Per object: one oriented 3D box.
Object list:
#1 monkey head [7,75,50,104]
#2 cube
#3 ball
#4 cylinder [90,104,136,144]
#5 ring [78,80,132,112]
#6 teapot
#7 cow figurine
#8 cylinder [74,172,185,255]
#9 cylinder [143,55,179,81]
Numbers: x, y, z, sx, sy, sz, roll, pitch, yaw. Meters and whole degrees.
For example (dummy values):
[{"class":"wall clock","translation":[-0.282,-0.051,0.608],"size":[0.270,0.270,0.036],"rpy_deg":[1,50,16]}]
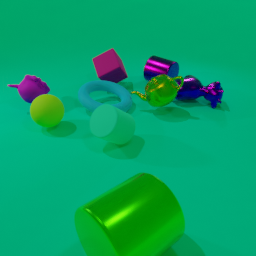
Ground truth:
[{"class":"monkey head","translation":[-3.142,-1.268,9.270],"size":[1.458,0.879,1.049],"rpy_deg":[33,4,-26]},{"class":"cube","translation":[-0.678,-2.294,10.753],"size":[0.915,0.915,0.915],"rpy_deg":[-24,67,12]},{"class":"ball","translation":[-2.347,-0.500,8.165],"size":[0.962,0.962,0.962],"rpy_deg":[0,31,0]},{"class":"cylinder","translation":[-0.396,-0.081,7.378],"size":[0.893,0.893,0.893],"rpy_deg":[26,1,36]},{"class":"ring","translation":[-0.758,-1.038,9.452],"size":[1.849,0.370,1.849],"rpy_deg":[9,38,-7]},{"class":"teapot","translation":[0.950,-1.214,8.845],"size":[1.778,0.870,1.105],"rpy_deg":[-18,35,30]},{"class":"cow figurine","translation":[2.324,-1.286,9.677],"size":[1.733,0.951,1.705],"rpy_deg":[-8,27,-22]},{"class":"cylinder","translation":[0.018,1.577,4.546],"size":[1.308,1.308,1.308],"rpy_deg":[-24,38,-34]},{"class":"cylinder","translation":[1.314,-2.223,11.035],"size":[1.046,1.046,1.046],"rpy_deg":[25,39,29]}]
